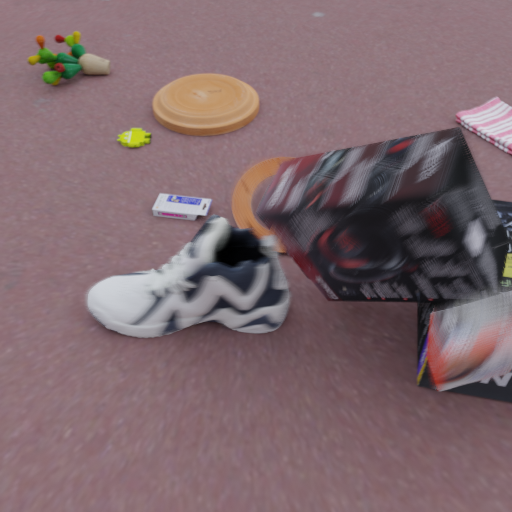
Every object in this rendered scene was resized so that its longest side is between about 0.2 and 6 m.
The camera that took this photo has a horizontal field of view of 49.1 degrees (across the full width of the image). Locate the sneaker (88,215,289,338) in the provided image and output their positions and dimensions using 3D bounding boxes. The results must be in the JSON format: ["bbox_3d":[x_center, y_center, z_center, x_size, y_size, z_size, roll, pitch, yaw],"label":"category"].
[{"bbox_3d":[-1.052,0.188,8.284,3.105,2.020,1.239,5,44,5],"label":"sneaker"}]

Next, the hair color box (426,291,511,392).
[{"bbox_3d":[2.464,1.025,6.363,0.900,1.623,0.519,-17,60,7],"label":"hair color box"}]

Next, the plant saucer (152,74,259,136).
[{"bbox_3d":[-1.203,-3.721,13.403,2.548,0.411,2.548,1,45,-1],"label":"plant saucer"}]

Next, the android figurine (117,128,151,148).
[{"bbox_3d":[-2.714,-2.618,12.468,0.736,0.151,0.670,0,45,-2],"label":"android figurine"}]

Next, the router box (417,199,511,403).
[{"bbox_3d":[4.629,0.676,8.435,4.191,1.095,3.295,9,45,9],"label":"router box"}]

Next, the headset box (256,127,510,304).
[{"bbox_3d":[1.599,-0.373,7.680,2.932,2.179,1.100,-4,50,42],"label":"headset box"}]

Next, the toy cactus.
[{"bbox_3d":[-4.753,-5.153,14.530,1.867,1.157,2.262,8,36,-5],"label":"toy cactus"}]

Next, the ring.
[{"bbox_3d":[0.541,-0.946,10.301,1.980,0.190,1.980,-1,68,2],"label":"ring"}]

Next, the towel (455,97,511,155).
[{"bbox_3d":[5.665,-2.938,12.695,1.378,0.282,1.884,-24,50,-22],"label":"towel"}]

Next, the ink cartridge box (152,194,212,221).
[{"bbox_3d":[-1.406,-0.930,10.725,1.068,0.198,0.506,6,44,9],"label":"ink cartridge box"}]
